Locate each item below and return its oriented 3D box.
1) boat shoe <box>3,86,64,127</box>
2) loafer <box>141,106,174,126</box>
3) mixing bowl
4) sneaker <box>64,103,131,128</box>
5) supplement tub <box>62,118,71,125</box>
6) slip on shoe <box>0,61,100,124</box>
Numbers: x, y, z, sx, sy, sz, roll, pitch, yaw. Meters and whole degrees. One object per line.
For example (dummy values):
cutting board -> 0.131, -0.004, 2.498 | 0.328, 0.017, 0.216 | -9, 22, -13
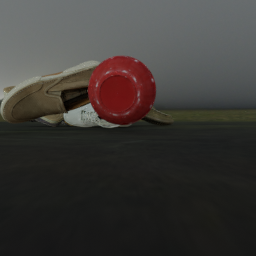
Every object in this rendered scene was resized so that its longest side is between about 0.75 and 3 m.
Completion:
boat shoe -> -3.506, -0.689, 10.372 | 2.825, 0.916, 1.016 | 26, 35, 20
loafer -> 0.808, -0.680, 11.432 | 2.310, 0.779, 0.878 | 15, -9, -9
mixing bowl -> -0.168, -0.756, 5.913 | 1.557, 1.557, 0.843 | 0, 11, 4
sneaker -> -1.041, -0.438, 8.855 | 2.363, 0.871, 1.366 | 1, -1, 6
supplement tub -> -1.786, -0.806, 11.435 | 1.983, 1.442, 1.442 | 1, 2, 33
slip on shoe -> -1.710, -0.714, 6.759 | 2.764, 0.837, 1.051 | -21, -38, -7
